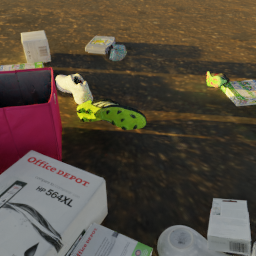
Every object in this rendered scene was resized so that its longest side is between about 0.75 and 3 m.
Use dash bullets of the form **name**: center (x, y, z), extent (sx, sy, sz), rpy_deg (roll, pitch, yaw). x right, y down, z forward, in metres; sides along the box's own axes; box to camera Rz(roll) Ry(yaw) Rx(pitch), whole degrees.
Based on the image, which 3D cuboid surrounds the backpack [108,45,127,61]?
- **backpack**: center (-0.437, -3.310, 12.316), extent (0.764, 0.678, 0.575), rpy_deg (-11, 60, -22)

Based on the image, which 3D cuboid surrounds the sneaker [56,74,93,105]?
- **sneaker**: center (-1.910, -1.583, 9.873), extent (0.721, 0.821, 2.050), rpy_deg (-28, 44, -30)

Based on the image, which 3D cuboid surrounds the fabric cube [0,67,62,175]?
- **fabric cube**: center (-2.719, -0.190, 7.052), extent (1.947, 1.941, 1.910), rpy_deg (-7, 36, -9)

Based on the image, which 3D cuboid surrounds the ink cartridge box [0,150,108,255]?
- **ink cartridge box**: center (-1.864, 1.798, 5.043), extent (1.950, 1.126, 2.671), rpy_deg (17, 40, 22)

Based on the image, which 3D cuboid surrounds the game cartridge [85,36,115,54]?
- **game cartridge**: center (-1.258, -4.071, 13.633), extent (1.164, 0.353, 1.746), rpy_deg (10, 38, 7)

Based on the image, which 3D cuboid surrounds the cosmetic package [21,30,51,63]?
- **cosmetic package**: center (-4.037, -3.546, 12.299), extent (1.033, 1.039, 1.242), rpy_deg (-13, 38, -15)

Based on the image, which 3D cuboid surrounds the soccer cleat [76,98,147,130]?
- **soccer cleat**: center (-0.442, -0.497, 8.184), extent (2.302, 0.777, 0.933), rpy_deg (10, 38, 27)

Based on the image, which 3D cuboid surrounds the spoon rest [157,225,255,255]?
- **spoon rest**: center (1.411, 2.236, 5.094), extent (1.788, 0.542, 0.888), rpy_deg (0, 33, 23)

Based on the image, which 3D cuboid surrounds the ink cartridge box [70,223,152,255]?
- **ink cartridge box**: center (-0.300, 2.325, 4.852), extent (1.210, 0.508, 0.880), rpy_deg (16, 40, 20)

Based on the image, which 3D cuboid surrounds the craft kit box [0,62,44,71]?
- **craft kit box**: center (-4.098, -2.011, 10.817), extent (1.657, 0.407, 1.678), rpy_deg (-10, 38, -9)

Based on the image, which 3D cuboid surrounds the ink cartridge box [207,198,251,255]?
- **ink cartridge box**: center (1.970, 1.854, 5.442), extent (0.720, 0.333, 1.322), rpy_deg (-1, 16, 21)

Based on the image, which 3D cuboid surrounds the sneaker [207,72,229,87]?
- **sneaker**: center (3.133, -1.693, 9.818), extent (0.550, 0.504, 1.313), rpy_deg (-6, 23, -4)

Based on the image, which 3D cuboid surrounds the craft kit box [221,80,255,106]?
- **craft kit box**: center (4.154, -1.260, 9.877), extent (1.270, 0.312, 1.286), rpy_deg (-3, 37, -8)
